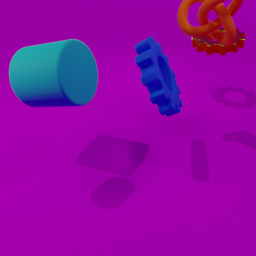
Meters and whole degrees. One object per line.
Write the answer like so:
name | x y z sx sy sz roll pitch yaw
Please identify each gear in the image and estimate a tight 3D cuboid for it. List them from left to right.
gear | 0.674 -1.064 5.875 0.304 1.646 1.646 -20 29 24
gear | 2.822 -2.761 8.789 1.584 0.293 1.584 -5 39 4

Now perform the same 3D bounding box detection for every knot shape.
knot shape | 1.822 -2.390 5.806 1.370 1.282 0.633 26 58 -12

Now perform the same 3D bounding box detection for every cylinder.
cylinder | -1.573 -1.140 6.079 1.359 1.359 1.359 1 33 28
